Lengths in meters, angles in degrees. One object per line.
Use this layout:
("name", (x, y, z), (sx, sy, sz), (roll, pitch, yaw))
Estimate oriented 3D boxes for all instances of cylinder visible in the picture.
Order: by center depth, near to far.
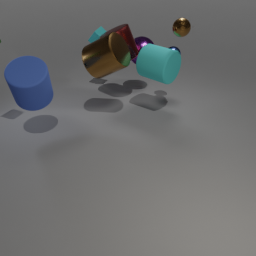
("cylinder", (-3.426, -1.546, 9.835), (1.400, 1.400, 1.400), (2, 60, -4))
("cylinder", (-0.842, -2.814, 10.951), (1.400, 1.400, 1.400), (-16, 19, 31))
("cylinder", (1.294, -2.699, 11.794), (1.400, 1.400, 1.400), (25, 38, 31))
("cylinder", (-0.368, -3.763, 12.685), (1.400, 1.400, 1.400), (-21, 27, 11))

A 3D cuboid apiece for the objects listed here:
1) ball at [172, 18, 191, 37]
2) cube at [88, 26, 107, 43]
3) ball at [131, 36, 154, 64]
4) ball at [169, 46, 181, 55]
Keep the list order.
("ball", (2.047, -3.838, 10.698), (0.700, 0.700, 0.700), (0, 30, 0))
("cube", (-1.404, -4.441, 13.866), (0.700, 0.700, 0.700), (43, 46, -11))
("ball", (0.682, -3.823, 13.925), (1.400, 1.400, 1.400), (0, 30, 0))
("ball", (2.027, -3.324, 12.625), (0.700, 0.700, 0.700), (0, 30, 0))
